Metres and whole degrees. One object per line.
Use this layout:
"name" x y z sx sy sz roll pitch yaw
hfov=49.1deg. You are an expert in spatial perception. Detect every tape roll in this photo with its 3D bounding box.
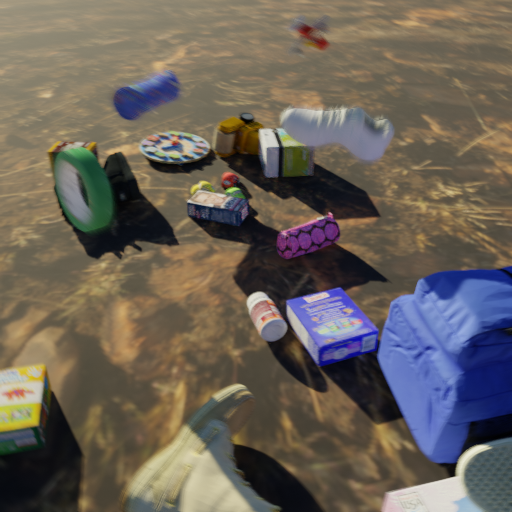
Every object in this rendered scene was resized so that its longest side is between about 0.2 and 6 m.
"tape roll" -2.754 -1.044 8.875 0.311 1.294 1.294 -22 39 -39

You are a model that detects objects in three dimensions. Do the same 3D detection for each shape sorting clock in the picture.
"shape sorting clock" -2.268 -3.041 15.550 1.923 0.377 1.923 0 34 0

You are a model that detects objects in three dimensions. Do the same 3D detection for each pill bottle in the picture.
"pill bottle" 0.156 1.008 9.417 0.464 0.464 0.847 -11 35 -15

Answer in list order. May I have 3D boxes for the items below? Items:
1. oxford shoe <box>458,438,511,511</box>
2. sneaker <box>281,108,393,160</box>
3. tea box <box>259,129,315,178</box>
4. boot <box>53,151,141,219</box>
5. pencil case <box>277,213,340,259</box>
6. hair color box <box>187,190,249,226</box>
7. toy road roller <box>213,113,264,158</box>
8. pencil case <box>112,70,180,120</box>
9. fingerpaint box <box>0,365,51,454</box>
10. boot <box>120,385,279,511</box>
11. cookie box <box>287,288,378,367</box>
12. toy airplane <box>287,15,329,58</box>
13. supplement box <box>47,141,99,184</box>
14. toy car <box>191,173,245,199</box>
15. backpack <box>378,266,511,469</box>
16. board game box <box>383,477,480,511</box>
"oxford shoe" 3.625 2.449 6.094 2.776 1.044 0.802 -4 -9 7
"sneaker" 1.281 -2.050 8.706 1.788 0.716 0.629 10 64 -11
"tea box" 0.783 -2.702 14.599 1.263 0.858 1.284 -3 34 -6
"boot" -3.824 -1.680 13.208 1.822 0.823 2.224 -17 37 -16
"pencil case" 1.052 -0.405 11.392 1.326 0.621 0.602 -22 39 -28
"hair color box" -0.854 -1.083 12.615 1.271 0.385 0.636 11 35 16
"toy road roller" -0.339 -3.202 15.350 1.102 0.928 1.510 35 46 25
"pencil case" -2.611 -3.964 13.747 0.874 0.785 2.011 -2 27 29
"fingerpaint box" -3.595 2.141 7.682 1.360 0.499 1.135 -7 35 -11
"boot" -0.266 2.640 6.670 1.697 0.794 2.183 22 41 30
"cookie box" 1.222 1.136 9.213 1.062 0.466 1.241 -12 36 -17
"toy airplane" 0.921 -3.862 9.861 0.757 0.534 0.754 -5 68 20
"supplement box" -4.447 -2.236 13.801 0.996 0.982 0.661 3 34 4
"toy car" -0.716 -1.594 13.442 1.396 0.311 1.314 -24 40 -31
"backpack" 3.377 1.320 7.397 2.714 2.278 2.206 -3 41 -10
"board game box" 2.959 3.377 5.802 2.437 0.529 2.425 -8 34 -12
